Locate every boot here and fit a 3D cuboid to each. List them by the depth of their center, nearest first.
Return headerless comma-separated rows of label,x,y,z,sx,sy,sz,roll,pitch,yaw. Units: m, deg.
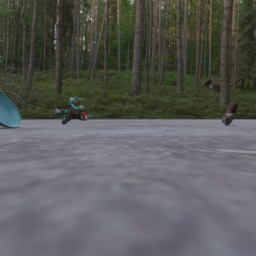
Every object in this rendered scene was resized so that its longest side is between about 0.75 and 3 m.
boot,3.563,-0.503,9.667,0.311,0.901,0.967,29,9,11

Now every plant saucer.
plant saucer,-3.416,-0.536,7.219,0.267,1.488,1.488,-38,-3,8

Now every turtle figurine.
turtle figurine,-1.978,-0.612,10.327,1.366,1.023,0.688,-19,11,23
